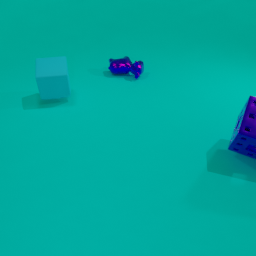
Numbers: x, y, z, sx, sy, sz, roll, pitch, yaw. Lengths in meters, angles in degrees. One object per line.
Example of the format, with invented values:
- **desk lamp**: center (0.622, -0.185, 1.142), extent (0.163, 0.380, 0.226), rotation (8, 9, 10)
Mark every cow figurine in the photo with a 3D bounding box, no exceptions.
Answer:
- **cow figurine**: center (-0.092, -2.568, 11.890), extent (1.483, 0.814, 1.459), rotation (-7, 30, -9)

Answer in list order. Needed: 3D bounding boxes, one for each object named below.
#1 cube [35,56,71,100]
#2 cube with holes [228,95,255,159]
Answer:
- **cube**: center (-2.606, -1.747, 9.808), extent (1.042, 1.042, 1.042), rotation (-7, 51, -9)
- **cube with holes**: center (3.297, 0.066, 6.989), extent (1.090, 1.090, 1.090), rotation (20, 69, 15)
